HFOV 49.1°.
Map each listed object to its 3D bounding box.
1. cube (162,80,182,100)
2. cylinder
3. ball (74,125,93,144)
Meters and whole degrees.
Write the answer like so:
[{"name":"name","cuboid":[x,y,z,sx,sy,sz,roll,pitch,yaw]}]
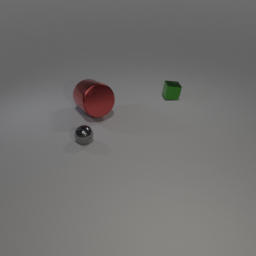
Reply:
[{"name":"cube","cuboid":[2.130,-1.838,13.628,0.700,0.700,0.700,4,31,-9]},{"name":"cylinder","cuboid":[-1.464,-1.290,11.871,1.400,1.400,1.400,-16,24,-24]},{"name":"ball","cuboid":[-1.627,0.242,10.327,0.700,0.700,0.700,0,32,0]}]
